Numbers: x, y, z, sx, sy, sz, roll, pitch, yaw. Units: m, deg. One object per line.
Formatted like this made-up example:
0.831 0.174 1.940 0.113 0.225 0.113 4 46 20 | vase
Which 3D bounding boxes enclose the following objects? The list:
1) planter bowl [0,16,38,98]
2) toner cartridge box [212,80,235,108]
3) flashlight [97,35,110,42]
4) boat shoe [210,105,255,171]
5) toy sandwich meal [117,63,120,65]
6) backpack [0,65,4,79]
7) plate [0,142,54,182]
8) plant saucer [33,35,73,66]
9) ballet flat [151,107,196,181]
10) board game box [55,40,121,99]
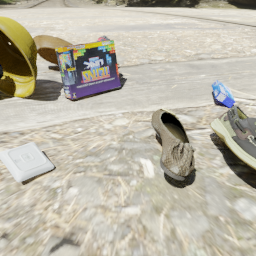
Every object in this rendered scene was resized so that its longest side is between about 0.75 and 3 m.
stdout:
-3.746 -2.445 8.605 2.945 2.945 1.227 13 52 23 | planter bowl
3.019 -1.111 8.916 0.584 0.265 1.230 33 28 -7 | toner cartridge box
-1.265 -3.052 10.822 0.533 0.531 1.568 2 39 35 | flashlight
2.452 0.175 5.489 0.933 0.858 2.611 27 15 -15 | boat shoe
-1.182 -2.226 10.927 1.880 0.644 1.880 -5 12 1 | toy sandwich meal
-4.755 -1.541 8.598 1.482 1.237 0.938 -27 63 18 | backpack
-1.997 0.615 5.530 0.817 0.132 0.818 43 39 23 | plate
-2.920 -3.053 11.524 2.132 0.377 2.132 12 -13 3 | plant saucer
0.962 0.109 5.809 0.871 0.599 2.585 23 24 -7 | ballet flat
-1.262 -1.973 9.290 1.975 1.632 0.560 -21 21 -34 | board game box
